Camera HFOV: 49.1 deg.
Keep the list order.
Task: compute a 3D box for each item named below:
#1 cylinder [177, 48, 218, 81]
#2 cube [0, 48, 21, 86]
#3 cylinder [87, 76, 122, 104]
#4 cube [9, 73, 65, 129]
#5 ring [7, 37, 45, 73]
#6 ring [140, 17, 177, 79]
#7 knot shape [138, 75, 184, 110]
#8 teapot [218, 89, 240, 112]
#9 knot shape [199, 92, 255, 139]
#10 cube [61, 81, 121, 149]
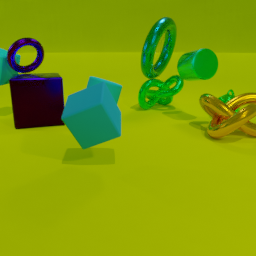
[{"bbox_3d":[1.849,-1.670,7.486,0.796,0.796,0.796,-6,9,-19],"label":"cylinder"},{"bbox_3d":[-3.754,-1.794,8.082,0.840,0.840,0.840,20,21,8],"label":"cube"},{"bbox_3d":[-0.752,-0.880,8.009,0.968,0.968,0.968,17,10,-3],"label":"cylinder"},{"bbox_3d":[-2.473,-0.802,7.729,1.291,1.291,1.291,-5,17,-17],"label":"cube"},{"bbox_3d":[-2.842,-2.013,7.825,1.070,1.070,0.214,-15,49,-42],"label":"ring"},{"bbox_3d":[0.991,-2.493,8.869,0.392,1.960,1.960,25,25,21],"label":"ring"},{"bbox_3d":[1.151,-1.236,9.339,1.557,0.769,1.664,-26,-10,24],"label":"knot shape"},{"bbox_3d":[2.806,-0.633,8.097,1.243,0.608,0.773,-56,19,-24],"label":"teapot"},{"bbox_3d":[2.503,-0.368,6.854,1.896,0.876,1.774,-13,25,-30],"label":"knot shape"},{"bbox_3d":[-0.588,-0.215,4.786,0.730,0.730,0.730,-20,35,13],"label":"cube"}]
